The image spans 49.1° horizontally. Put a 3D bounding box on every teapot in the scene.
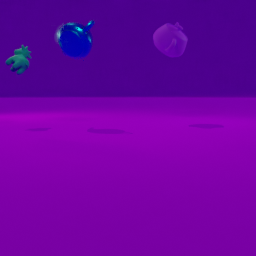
[{"bbox_3d":[1.572,-3.208,9.943,1.255,0.989,2.019,31,37,-12],"label":"teapot"},{"bbox_3d":[-1.593,-2.697,8.656,1.776,1.104,0.870,-33,17,40],"label":"teapot"}]

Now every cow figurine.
[{"bbox_3d":[-3.340,-2.154,8.811,0.954,0.524,0.939,28,65,37],"label":"cow figurine"}]
